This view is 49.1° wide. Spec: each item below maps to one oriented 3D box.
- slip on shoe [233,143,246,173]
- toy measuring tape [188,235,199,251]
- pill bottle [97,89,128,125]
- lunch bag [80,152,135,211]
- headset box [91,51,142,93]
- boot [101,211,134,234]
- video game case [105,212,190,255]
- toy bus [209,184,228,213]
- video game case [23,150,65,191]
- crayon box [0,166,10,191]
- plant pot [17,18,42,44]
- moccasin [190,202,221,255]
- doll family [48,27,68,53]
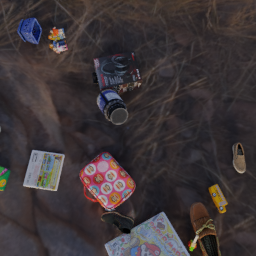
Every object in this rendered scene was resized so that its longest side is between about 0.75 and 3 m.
[{"bbox_3d":[4.340,1.140,10.873,0.445,0.355,1.172,2,72,1],"label":"slip on shoe"},{"bbox_3d":[2.306,3.983,9.847,0.300,0.300,0.816,15,116,5],"label":"toy measuring tape"},{"bbox_3d":[-0.578,-0.795,10.567,0.896,0.896,1.602,-24,36,-8],"label":"pill bottle"},{"bbox_3d":[-0.837,2.035,10.353,1.682,0.782,1.909,-39,76,-12],"label":"lunch bag"},{"bbox_3d":[-0.525,-2.265,11.770,1.966,0.759,1.463,-11,72,-5],"label":"headset box"},{"bbox_3d":[-0.399,3.345,9.863,1.184,0.819,0.459,6,100,3],"label":"boot"},{"bbox_3d":[0.827,4.531,9.359,2.411,0.303,2.649,-26,55,-9],"label":"video game case"},{"bbox_3d":[3.362,2.627,10.410,0.390,0.324,0.997,-22,73,-8],"label":"toy bus"},{"bbox_3d":[-3.231,1.626,10.823,1.286,0.162,1.413,8,71,3],"label":"video game case"},{"bbox_3d":[-6.068,1.508,10.010,2.969,1.763,0.865,10,73,3],"label":"crayon box"},{"bbox_3d":[-4.386,-4.314,12.428,0.742,0.825,0.825,6,72,8],"label":"plant pot"},{"bbox_3d":[2.707,3.682,9.796,0.783,0.827,2.141,-7,72,-2],"label":"moccasin"},{"bbox_3d":[-3.158,-3.850,12.490,0.741,0.538,1.194,-12,90,-11],"label":"doll family"}]
